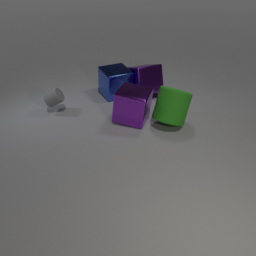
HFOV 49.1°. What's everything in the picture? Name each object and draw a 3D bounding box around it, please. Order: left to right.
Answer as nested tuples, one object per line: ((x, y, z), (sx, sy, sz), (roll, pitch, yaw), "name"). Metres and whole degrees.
((-3.423, -1.410, 12.970), (0.700, 0.700, 0.700), (-24, 26, 17), "cylinder")
((-0.660, -2.407, 14.609), (1.400, 1.400, 1.400), (-15, 40, -23), "cube")
((0.207, -1.015, 12.291), (1.400, 1.400, 1.400), (15, 34, 11), "cube")
((0.893, -2.558, 14.661), (1.400, 1.400, 1.400), (-13, 17, -21), "cube")
((1.865, -0.944, 11.865), (1.400, 1.400, 1.400), (14, 13, -3), "cylinder")
